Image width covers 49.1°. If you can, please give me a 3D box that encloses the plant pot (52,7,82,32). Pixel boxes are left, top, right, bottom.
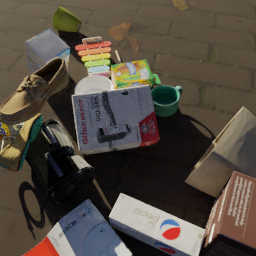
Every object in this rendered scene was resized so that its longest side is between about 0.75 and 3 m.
[{"bbox_3d":[-3.176,-5.640,14.950,1.267,1.185,1.185,23,57,3],"label":"plant pot"}]

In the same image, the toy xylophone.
[{"bbox_3d":[-1.278,-3.318,13.431,2.010,0.690,2.745,-17,56,-12],"label":"toy xylophone"}]

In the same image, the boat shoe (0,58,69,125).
[{"bbox_3d":[-2.274,-0.959,6.749,0.800,0.724,2.244,23,49,13],"label":"boat shoe"}]

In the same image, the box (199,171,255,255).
[{"bbox_3d":[3.390,2.838,7.942,1.917,2.335,1.937,20,56,14],"label":"box"}]

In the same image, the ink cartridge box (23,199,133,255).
[{"bbox_3d":[-1.627,3.822,8.252,2.806,0.663,2.246,-33,61,-24],"label":"ink cartridge box"}]

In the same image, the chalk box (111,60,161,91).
[{"bbox_3d":[0.392,-2.016,12.123,2.057,1.273,1.280,-12,55,-8],"label":"chalk box"}]

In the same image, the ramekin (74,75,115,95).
[{"bbox_3d":[-1.387,-1.372,11.936,1.671,0.814,1.671,0,54,0],"label":"ramekin"}]

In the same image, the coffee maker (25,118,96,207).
[{"bbox_3d":[-2.752,1.349,9.653,2.475,1.735,2.577,-42,60,2],"label":"coffee maker"}]

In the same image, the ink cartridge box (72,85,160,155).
[{"bbox_3d":[-0.498,-0.277,10.451,2.918,1.209,2.142,-9,80,-6],"label":"ink cartridge box"}]

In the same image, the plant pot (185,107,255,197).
[{"bbox_3d":[3.674,1.192,9.240,2.094,2.365,2.362,37,59,14],"label":"plant pot"}]

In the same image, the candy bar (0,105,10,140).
[{"bbox_3d":[-4.288,-0.868,8.632,0.678,2.719,0.301,-6,20,11],"label":"candy bar"}]

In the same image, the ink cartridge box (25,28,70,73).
[{"bbox_3d":[-3.558,-3.010,12.485,1.317,2.103,1.352,44,63,7],"label":"ink cartridge box"}]

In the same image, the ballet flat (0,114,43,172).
[{"bbox_3d":[-3.152,0.242,8.206,0.781,0.850,2.477,16,32,-11],"label":"ballet flat"}]

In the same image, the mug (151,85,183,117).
[{"bbox_3d":[1.631,-1.066,11.632,1.448,0.895,1.189,-6,51,-1],"label":"mug"}]

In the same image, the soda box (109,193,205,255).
[{"bbox_3d":[0.848,3.082,8.617,2.784,0.948,0.886,20,56,14],"label":"soda box"}]
